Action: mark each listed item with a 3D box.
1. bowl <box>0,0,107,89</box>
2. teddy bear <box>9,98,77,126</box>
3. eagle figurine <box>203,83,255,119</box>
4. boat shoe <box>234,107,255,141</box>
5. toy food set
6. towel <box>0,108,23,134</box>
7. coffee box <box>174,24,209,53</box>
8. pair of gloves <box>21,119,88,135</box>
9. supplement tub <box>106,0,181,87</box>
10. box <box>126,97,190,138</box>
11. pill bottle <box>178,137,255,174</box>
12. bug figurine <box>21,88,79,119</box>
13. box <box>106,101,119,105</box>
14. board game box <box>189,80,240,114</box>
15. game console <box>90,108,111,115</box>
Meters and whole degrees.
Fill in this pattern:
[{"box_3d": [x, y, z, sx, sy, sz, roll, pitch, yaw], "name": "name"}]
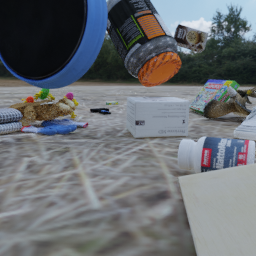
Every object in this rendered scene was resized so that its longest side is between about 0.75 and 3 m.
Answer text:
[{"box_3d": [-1.817, -2.315, 6.069, 2.882, 2.882, 0.566, 5, 5, 25], "name": "bowl"}, {"box_3d": [-3.017, -0.536, 9.971, 2.395, 0.799, 1.736, -12, 21, -10], "name": "teddy bear"}, {"box_3d": [4.333, -0.959, 11.389, 1.805, 1.815, 2.392, 37, 50, 10], "name": "eagle figurine"}, {"box_3d": [3.984, -0.228, 8.313, 2.816, 0.965, 1.014, -10, 14, -42], "name": "boat shoe"}, {"box_3d": [1.569, 1.008, 2.773, 1.887, 0.795, 2.630, -11, 8, 7], "name": "toy food set"}, {"box_3d": [-4.573, -0.243, 8.830, 1.901, 0.814, 1.574, 4, 11, 23], "name": "towel"}, {"box_3d": [2.084, -3.011, 9.450, 1.066, 0.602, 0.425, 15, -1, -4], "name": "coffee box"}, {"box_3d": [-2.388, -0.088, 9.556, 1.787, 0.253, 2.223, 2, 12, 12], "name": "pair of gloves"}, {"box_3d": [0.421, -2.766, 8.722, 1.701, 2.777, 1.701, -23, -18, -8], "name": "supplement tub"}, {"box_3d": [0.869, -0.389, 8.860, 1.659, 1.090, 1.668, -2, 11, -9], "name": "box"}, {"box_3d": [1.538, 0.530, 4.910, 1.225, 0.733, 0.733, 4, 11, 26], "name": "pill bottle"}, {"box_3d": [-2.958, -0.992, 10.923, 2.275, 0.585, 1.764, 12, -29, -33], "name": "bug figurine"}, {"box_3d": [-0.964, -1.570, 17.676, 0.750, 0.181, 0.440, -5, 12, -32], "name": "box"}, {"box_3d": [3.906, -1.448, 13.159, 0.384, 1.774, 2.636, 37, 4, -12], "name": "board game box"}, {"box_3d": [-1.223, -0.827, 13.695, 0.869, 0.178, 1.474, -6, 13, -28], "name": "game console"}]
